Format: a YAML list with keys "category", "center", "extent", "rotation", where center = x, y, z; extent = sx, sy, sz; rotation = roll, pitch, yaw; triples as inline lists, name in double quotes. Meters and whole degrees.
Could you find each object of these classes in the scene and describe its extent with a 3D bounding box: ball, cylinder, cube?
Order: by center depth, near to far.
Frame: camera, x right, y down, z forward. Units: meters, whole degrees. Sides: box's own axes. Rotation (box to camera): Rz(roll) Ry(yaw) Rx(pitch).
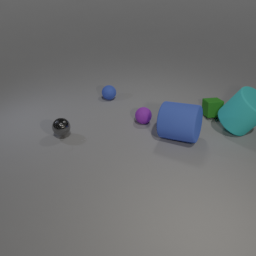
- category: "cylinder"
  center: [1.954, -0.235, 10.501]
  extent: [1.400, 1.400, 1.400]
  rotation: [9, 33, 24]
- category: "ball"
  center: [-2.575, -0.043, 10.802]
  extent: [0.700, 0.700, 0.700]
  rotation: [0, 33, 0]
- category: "cylinder"
  center: [4.472, -0.639, 10.813]
  extent: [1.400, 1.400, 1.400]
  rotation: [16, 49, -19]
- category: "ball"
  center: [0.647, -0.527, 11.738]
  extent: [0.700, 0.700, 0.700]
  rotation: [0, 33, 0]
- category: "cube"
  center: [3.682, -0.891, 12.202]
  extent: [0.700, 0.700, 0.700]
  rotation: [-4, 21, -7]
- category: "ball"
  center: [-0.922, -1.728, 13.619]
  extent: [0.700, 0.700, 0.700]
  rotation: [0, 33, 0]
